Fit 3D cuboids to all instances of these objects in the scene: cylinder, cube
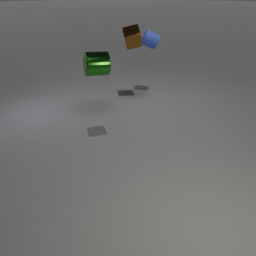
[{"bbox_3d":[1.048,-4.114,13.035,0.700,0.700,0.700,24,26,-11],"label":"cylinder"},{"bbox_3d":[0.193,-3.917,12.056,0.700,0.700,0.700,-13,54,4],"label":"cube"},{"bbox_3d":[-0.929,-1.908,8.319,0.700,0.700,0.700,-7,29,-17],"label":"cylinder"}]
